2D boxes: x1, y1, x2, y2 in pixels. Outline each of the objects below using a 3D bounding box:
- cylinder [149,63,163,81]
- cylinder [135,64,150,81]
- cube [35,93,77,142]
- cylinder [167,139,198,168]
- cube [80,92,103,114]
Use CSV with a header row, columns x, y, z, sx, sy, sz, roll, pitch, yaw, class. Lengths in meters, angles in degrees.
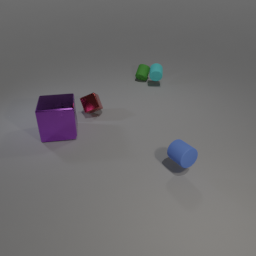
x,y,z,sx,sy,sz,roll,pitch,yaw,class
1.526,-3.020,15.185,0.700,0.700,0.700,3,48,5,cylinder
0.849,-3.182,16.039,0.700,0.700,0.700,14,75,22,cylinder
-2.792,-0.429,11.159,1.400,1.400,1.400,-5,32,-7,cube
1.728,0.811,8.918,0.700,0.700,0.700,-17,31,-26,cylinder
-1.616,-1.090,12.456,0.700,0.700,0.700,-21,-4,8,cube
